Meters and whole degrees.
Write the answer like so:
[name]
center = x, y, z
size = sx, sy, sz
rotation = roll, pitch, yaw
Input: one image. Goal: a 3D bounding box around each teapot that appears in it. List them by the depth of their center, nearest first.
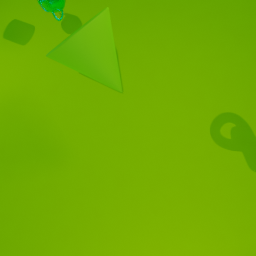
[teapot]
center = -2.088, -3.441, 7.322
size = 0.645, 0.819, 1.318
rotation = -39, 113, -27

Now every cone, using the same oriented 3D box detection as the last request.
[cone]
center = -0.587, -1.372, 5.934
size = 1.580, 1.580, 1.586
rotation = -44, 113, -15
